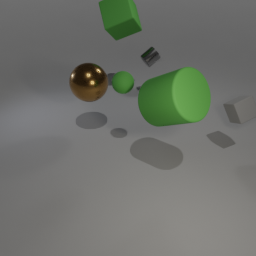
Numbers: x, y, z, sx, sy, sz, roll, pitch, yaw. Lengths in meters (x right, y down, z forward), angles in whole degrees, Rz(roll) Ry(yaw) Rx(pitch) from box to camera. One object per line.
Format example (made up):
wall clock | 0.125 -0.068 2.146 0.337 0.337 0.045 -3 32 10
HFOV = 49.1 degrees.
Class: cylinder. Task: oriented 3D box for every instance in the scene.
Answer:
cylinder | 1.066 -3.372 13.311 0.700 0.700 0.700 -40 36 3
cylinder | 1.217 -0.782 7.483 1.400 1.400 1.400 -24 10 -35

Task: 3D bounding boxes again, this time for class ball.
ball | -0.156 -1.413 8.703 0.700 0.700 0.700 0 30 0
ball | -1.408 -1.639 10.098 1.400 1.400 1.400 0 30 0

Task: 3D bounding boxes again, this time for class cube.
cube | 3.696 -0.607 9.171 0.700 0.700 0.700 -26 9 -7
cube | -0.330 -5.134 12.916 1.400 1.400 1.400 -16 -9 17
